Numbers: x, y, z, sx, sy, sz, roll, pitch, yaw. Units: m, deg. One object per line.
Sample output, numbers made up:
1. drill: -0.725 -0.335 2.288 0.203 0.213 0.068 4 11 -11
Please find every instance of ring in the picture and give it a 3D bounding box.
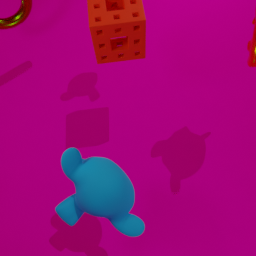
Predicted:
1. ring: -2.818 -2.815 6.366 1.307 1.307 0.261 -33 69 -5

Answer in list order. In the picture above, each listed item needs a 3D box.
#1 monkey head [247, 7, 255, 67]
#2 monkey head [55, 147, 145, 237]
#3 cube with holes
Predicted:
1. monkey head: 2.588 -1.524 4.425 1.196 1.427 1.984 25 78 32
2. monkey head: -0.636 1.244 5.057 1.425 1.193 1.980 -43 100 -12
3. cube with holes: -0.200 -1.892 5.149 0.933 0.933 0.933 -7 63 -1
